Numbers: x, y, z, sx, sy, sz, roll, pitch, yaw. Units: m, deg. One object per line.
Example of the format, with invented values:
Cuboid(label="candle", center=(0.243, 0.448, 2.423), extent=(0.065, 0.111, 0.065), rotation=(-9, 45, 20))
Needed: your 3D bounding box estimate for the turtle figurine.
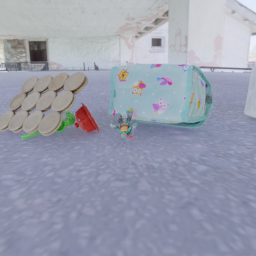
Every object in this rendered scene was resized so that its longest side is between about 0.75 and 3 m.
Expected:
Cuboid(label="turtle figurine", center=(-0.102, -0.042, 7.165), extent=(0.693, 0.466, 0.925), rotation=(-1, 43, 0))

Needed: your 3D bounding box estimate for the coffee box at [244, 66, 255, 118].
Cuboid(label="coffee box", center=(5.275, -1.106, 9.348), extent=(1.707, 1.724, 1.726), rotation=(-6, 21, -27))

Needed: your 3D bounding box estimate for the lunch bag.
Cuboid(label="lunch bag", center=(1.178, -0.986, 8.804), extent=(2.554, 1.828, 2.999), rotation=(7, 5, 27))

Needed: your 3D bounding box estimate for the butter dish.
Cuboid(label="butter dish", center=(-1.291, -0.202, 8.187), extent=(0.587, 0.792, 0.794), rotation=(-30, 52, -4))

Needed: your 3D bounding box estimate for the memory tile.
Cuboid(label="memory tile", center=(-2.437, -0.706, 7.778), extent=(2.683, 0.225, 2.056), rotation=(3, 58, 37))

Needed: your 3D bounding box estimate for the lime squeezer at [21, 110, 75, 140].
Cuboid(label="lime squeezer", center=(-2.056, -0.197, 8.170), extent=(0.816, 0.436, 2.311), rotation=(13, 26, 15))
